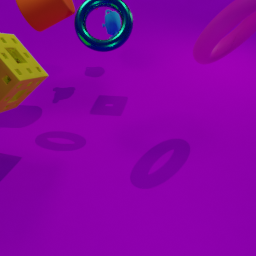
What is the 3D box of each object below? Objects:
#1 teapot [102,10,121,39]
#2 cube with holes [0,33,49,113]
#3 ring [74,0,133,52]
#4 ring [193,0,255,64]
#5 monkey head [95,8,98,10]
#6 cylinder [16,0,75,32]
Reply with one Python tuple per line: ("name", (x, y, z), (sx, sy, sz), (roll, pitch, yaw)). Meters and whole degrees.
("teapot", (-0.649, -4.044, 11.030), (0.718, 0.912, 1.467), (-10, 73, -4))
("cube with holes", (-2.967, -1.239, 6.449), (1.294, 1.294, 1.294), (50, 18, -5))
("ring", (-0.614, -2.652, 7.073), (1.493, 1.493, 0.299), (1, -5, 1))
("ring", (2.376, -2.232, 6.361), (2.082, 2.082, 0.416), (-27, 75, -29))
("monkey head", (-1.019, -4.545, 9.121), (0.947, 1.316, 0.793), (39, 75, 4))
("cylinder", (-2.337, -3.578, 8.000), (1.213, 1.213, 1.213), (-23, 37, 12))
